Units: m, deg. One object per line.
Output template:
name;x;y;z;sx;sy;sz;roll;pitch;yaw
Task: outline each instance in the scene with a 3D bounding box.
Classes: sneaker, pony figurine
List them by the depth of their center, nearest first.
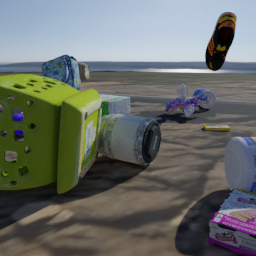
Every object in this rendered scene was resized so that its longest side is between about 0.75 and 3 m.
sneaker;3.551;-3.147;10.960;0.868;2.483;1.117;14;47;9
pony figurine;2.904;-1.222;13.642;1.957;1.629;1.889;-10;-15;-21

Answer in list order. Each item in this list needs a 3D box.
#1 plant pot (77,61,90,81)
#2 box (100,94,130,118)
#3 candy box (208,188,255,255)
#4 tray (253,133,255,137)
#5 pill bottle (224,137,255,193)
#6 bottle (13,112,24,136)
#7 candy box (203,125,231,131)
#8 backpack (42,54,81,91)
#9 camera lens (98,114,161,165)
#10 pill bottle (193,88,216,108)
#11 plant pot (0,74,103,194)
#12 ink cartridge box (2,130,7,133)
plant pot;-5.188;-5.392;26.867;2.837;2.657;2.657;5;15;15
box;-1.092;-1.008;13.395;1.882;0.910;1.661;10;19;36
candy box;1.984;1.510;4.560;0.931;0.416;1.365;9;16;33
tray;4.849;0.469;8.857;1.637;0.303;0.808;7;16;28
pill bottle;3.236;0.781;5.770;2.148;1.222;1.222;-1;14;0
bottle;-3.535;-0.321;10.921;0.935;0.731;2.240;21;20;14
candy box;3.508;-0.017;11.068;0.965;0.127;0.493;1;17;4
backpack;-2.475;-1.886;10.312;1.264;1.381;1.015;-13;0;19
camera lens;0.032;0.282;7.629;1.569;1.255;1.255;8;17;29
pill bottle;4.273;-1.746;16.011;1.003;1.003;1.787;-1;15;-3
plant pot;-1.862;0.084;6.539;2.131;2.348;2.336;10;16;7
ink cartridge box;-4.898;-0.106;10.650;1.196;0.498;0.868;-8;17;-29
